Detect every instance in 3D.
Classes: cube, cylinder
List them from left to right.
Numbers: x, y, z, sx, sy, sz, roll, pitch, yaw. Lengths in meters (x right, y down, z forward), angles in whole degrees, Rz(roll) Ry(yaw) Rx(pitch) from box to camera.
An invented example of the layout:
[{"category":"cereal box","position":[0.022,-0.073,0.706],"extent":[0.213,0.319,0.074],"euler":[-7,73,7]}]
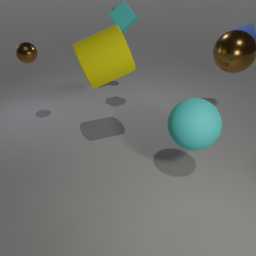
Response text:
[{"category":"cylinder","position":[-0.687,-2.063,8.188],"extent":[1.400,1.400,1.400],"euler":[-24,32,1]},{"category":"cube","position":[-0.160,-3.860,9.718],"extent":[0.700,0.700,0.700],"euler":[-38,8,15]},{"category":"cylinder","position":[4.303,-3.428,10.355],"extent":[0.700,0.700,0.700],"euler":[-14,24,22]}]

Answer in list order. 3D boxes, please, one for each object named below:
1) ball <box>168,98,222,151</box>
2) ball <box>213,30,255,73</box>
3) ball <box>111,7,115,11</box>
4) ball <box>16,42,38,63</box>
[{"category":"ball","position":[1.765,-0.101,7.477],"extent":[1.400,1.400,1.400],"euler":[0,30,0]},{"category":"ball","position":[3.589,-2.561,9.430],"extent":[1.400,1.400,1.400],"euler":[0,30,0]},{"category":"ball","position":[-0.415,-4.888,12.131],"extent":[0.700,0.700,0.700],"euler":[0,30,0]},{"category":"ball","position":[-3.441,-2.554,9.524],"extent":[0.700,0.700,0.700],"euler":[0,30,0]}]
